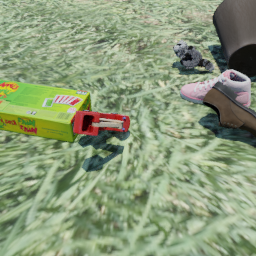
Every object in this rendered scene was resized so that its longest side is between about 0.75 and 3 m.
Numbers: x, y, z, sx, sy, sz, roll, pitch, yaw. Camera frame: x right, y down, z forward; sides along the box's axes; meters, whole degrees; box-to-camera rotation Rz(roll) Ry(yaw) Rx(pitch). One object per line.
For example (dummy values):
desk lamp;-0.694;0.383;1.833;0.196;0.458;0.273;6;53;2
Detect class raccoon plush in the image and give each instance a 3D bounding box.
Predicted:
raccoon plush;2.165;-2.400;9.598;1.460;0.706;0.978;32;24;-26

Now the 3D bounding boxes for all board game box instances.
board game box;-2.502;-0.512;7.434;2.737;0.652;1.390;9;41;11

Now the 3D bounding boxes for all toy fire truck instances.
toy fire truck;-0.544;-0.124;6.292;1.820;0.444;1.283;3;5;-38

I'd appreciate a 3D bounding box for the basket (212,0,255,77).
basket;4.054;-3.146;9.414;2.301;1.736;2.552;-14;51;30

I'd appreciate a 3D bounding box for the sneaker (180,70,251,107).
sneaker;2.452;-1.207;7.888;1.987;1.039;0.748;14;47;26

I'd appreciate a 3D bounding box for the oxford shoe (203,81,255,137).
oxford shoe;2.658;-0.191;6.867;0.834;0.718;1.976;-46;74;0
